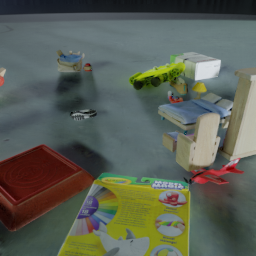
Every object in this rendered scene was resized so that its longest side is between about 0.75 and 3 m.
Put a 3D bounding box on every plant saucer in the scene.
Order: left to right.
[{"bbox_3d":[-1.846,0.927,5.396,1.792,0.329,1.788,23,35,38],"label":"plant saucer"}]

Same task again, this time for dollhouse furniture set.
[{"bbox_3d":[1.765,-0.721,6.804,2.714,1.876,2.875,-9,27,-26],"label":"dollhouse furniture set"}]

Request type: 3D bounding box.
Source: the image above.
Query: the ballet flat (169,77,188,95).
[{"bbox_3d":[1.911,-1.684,10.467,0.511,0.469,1.488,-5,27,-10],"label":"ballet flat"}]

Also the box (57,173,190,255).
[{"bbox_3d":[0.006,1.597,3.750,1.602,0.661,2.731,5,30,11],"label":"box"}]

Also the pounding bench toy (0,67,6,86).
[{"bbox_3d":[-4.952,-1.162,8.750,1.545,1.981,1.231,29,25,-13],"label":"pounding bench toy"}]

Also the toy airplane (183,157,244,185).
[{"bbox_3d":[1.691,0.880,5.521,1.279,0.235,1.279,-14,12,3],"label":"toy airplane"}]

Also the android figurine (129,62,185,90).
[{"bbox_3d":[1.145,-2.050,10.744,2.138,0.482,2.348,-6,22,33],"label":"android figurine"}]

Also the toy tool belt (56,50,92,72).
[{"bbox_3d":[-2.420,-3.043,12.622,1.557,0.957,0.972,0,27,-1],"label":"toy tool belt"}]

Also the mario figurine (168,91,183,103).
[{"bbox_3d":[1.574,-0.889,8.848,0.599,0.514,0.970,-1,25,-3],"label":"mario figurine"}]

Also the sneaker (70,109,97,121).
[{"bbox_3d":[-1.309,-0.390,8.179,0.773,0.285,0.309,-5,14,-20],"label":"sneaker"}]

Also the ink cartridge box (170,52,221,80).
[{"bbox_3d":[2.884,-2.723,12.198,1.318,0.761,1.811,-13,29,-24],"label":"ink cartridge box"}]
